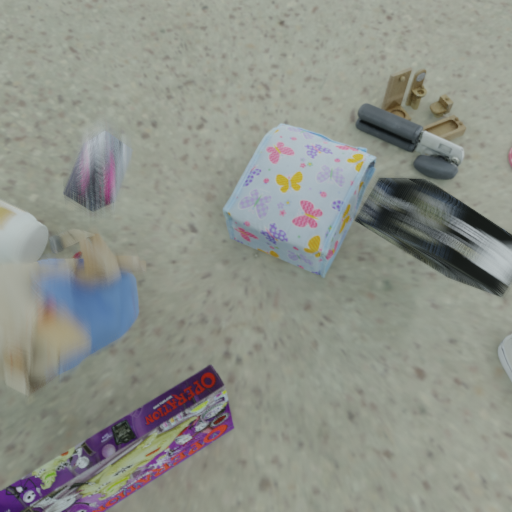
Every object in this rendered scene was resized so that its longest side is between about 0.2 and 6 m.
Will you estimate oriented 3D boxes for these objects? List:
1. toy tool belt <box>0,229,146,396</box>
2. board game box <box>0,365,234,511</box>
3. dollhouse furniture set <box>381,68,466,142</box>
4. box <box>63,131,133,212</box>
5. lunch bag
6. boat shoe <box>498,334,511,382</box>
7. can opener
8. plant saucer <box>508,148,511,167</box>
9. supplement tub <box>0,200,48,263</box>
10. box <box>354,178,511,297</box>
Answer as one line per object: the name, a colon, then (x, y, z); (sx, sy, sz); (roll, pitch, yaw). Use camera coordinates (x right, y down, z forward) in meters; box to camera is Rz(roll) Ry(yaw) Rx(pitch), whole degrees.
toy tool belt: (-2.417, 0.656, 7.876); (1.915, 1.945, 3.116); (1, 17, 19)
board game box: (-1.659, 2.624, 7.259); (2.929, 1.758, 0.473); (-29, 64, -16)
dollhouse furniture set: (3.367, -2.948, 10.980); (1.202, 1.030, 1.264); (-23, 62, -13)
box: (-2.243, -1.204, 7.966); (0.614, 0.533, 0.930); (-15, 53, 42)
lunch bag: (0.812, -1.062, 9.652); (1.931, 1.447, 2.277); (22, 72, 13)
boat shoe: (4.383, 2.040, 8.212); (0.766, 0.700, 2.130); (-13, 60, -8)
can opener: (2.879, -2.178, 10.782); (2.244, 0.598, 0.750); (29, 62, 17)
plant saucer: (5.424, -1.893, 10.811); (1.005, 0.255, 1.005); (0, 60, 0)
supplement tub: (-4.324, -0.420, 9.474); (1.326, 0.957, 0.957); (24, 62, 9)
box: (2.603, -0.320, 8.038); (1.870, 1.531, 0.805); (29, 92, -12)
